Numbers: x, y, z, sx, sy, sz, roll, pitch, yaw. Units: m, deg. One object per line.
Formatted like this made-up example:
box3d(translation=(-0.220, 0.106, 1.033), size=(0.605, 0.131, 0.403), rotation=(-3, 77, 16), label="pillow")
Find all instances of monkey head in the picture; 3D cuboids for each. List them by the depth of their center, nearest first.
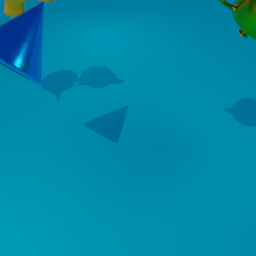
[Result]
box3d(translation=(-2.396, -2.874, 5.862), size=(1.789, 1.287, 1.078), rotation=(3, 36, -19), label="monkey head")

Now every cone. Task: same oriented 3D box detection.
box3d(translation=(-1.710, -1.572, 4.650), size=(1.229, 1.229, 1.233), rotation=(27, 86, 21), label="cone")

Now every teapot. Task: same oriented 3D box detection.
box3d(translation=(2.229, -1.826, 4.538), size=(1.832, 0.897, 1.139), rotation=(19, 49, -21), label="teapot")
